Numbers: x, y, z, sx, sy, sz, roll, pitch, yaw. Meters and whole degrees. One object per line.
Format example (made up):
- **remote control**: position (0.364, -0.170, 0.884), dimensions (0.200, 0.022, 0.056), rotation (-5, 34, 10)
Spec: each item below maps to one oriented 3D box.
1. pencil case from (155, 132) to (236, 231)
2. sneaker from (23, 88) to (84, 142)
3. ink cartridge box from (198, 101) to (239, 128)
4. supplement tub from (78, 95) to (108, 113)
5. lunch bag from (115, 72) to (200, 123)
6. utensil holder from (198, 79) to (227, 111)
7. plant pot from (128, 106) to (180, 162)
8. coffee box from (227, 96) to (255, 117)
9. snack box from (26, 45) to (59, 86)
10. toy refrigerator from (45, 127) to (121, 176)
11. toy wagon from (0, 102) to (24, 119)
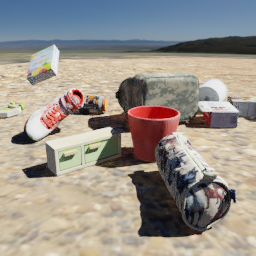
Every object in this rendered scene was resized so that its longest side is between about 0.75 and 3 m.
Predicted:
- **pencil case**: position (1.300, 0.952, 6.095), dimensions (1.014, 1.166, 2.608), rotation (14, 16, -11)
- **sneaker**: position (-2.474, -0.566, 9.743), dimensions (1.363, 0.849, 2.544), rotation (-25, 19, 33)
- **ink cartridge box**: position (3.516, -0.579, 11.287), dimensions (1.390, 0.664, 1.583), rotation (2, 19, 5)
- **supplement tub**: position (-1.564, -1.058, 12.522), dimensions (1.267, 0.777, 0.777), rotation (3, 19, 9)
- **lunch bag**: position (1.174, -1.304, 11.368), dimensions (2.826, 1.969, 2.371), rotation (-8, 19, -25)
- **utensil holder**: position (3.821, -1.510, 13.053), dimensions (1.306, 1.306, 1.537), rotation (10, 23, 26)
- **plant pot**: position (0.727, 0.160, 8.148), dimensions (1.499, 1.326, 1.499), rotation (0, 20, 0)
- **coffee box**: position (5.329, -0.951, 12.317), dimensions (1.738, 0.693, 0.994), rotation (3, 19, 7)
- **snack box**: position (-2.777, -2.078, 9.201), dimensions (0.942, 0.351, 1.325), rotation (-19, 48, 13)
- **toy refrigerator**: position (-1.157, 0.605, 7.727), dimensions (2.017, 0.766, 0.706), rotation (-13, 23, -34)
- **toy wagon**: position (-5.662, -0.822, 12.457), dimensions (1.914, 0.379, 1.485), rotation (12, 22, 32)
